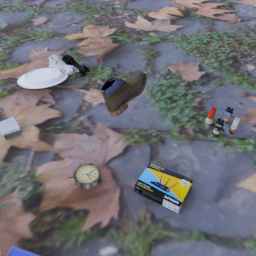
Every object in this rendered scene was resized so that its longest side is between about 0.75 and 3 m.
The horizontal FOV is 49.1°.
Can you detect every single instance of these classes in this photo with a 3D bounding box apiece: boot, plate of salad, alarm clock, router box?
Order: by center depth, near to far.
[{"bbox_3d":[0.996,1.615,7.824,1.355,0.346,1.011,22,47,21],"label":"router box"},{"bbox_3d":[-1.065,1.427,8.011,1.130,0.376,0.763,16,45,19],"label":"alarm clock"},{"bbox_3d":[-0.092,-1.297,8.424,0.702,0.911,1.880,11,54,39],"label":"boot"},{"bbox_3d":[-3.488,-1.989,11.576,2.035,0.489,2.035,-2,33,1],"label":"plate of salad"}]

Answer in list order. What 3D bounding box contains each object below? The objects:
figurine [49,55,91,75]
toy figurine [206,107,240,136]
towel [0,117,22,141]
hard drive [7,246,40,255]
[{"bbox_3d":[-2.476,-2.645,11.956,1.346,0.594,1.380,27,23,18],"label":"figurine"},{"bbox_3d":[3.239,-0.212,9.590,0.963,0.680,0.978,-3,41,-11],"label":"toy figurine"},{"bbox_3d":[-4.039,0.023,9.547,0.655,0.338,0.791,-26,47,-27],"label":"towel"},{"bbox_3d":[-2.224,3.250,6.217,1.314,0.167,0.867,13,45,13],"label":"hard drive"}]
